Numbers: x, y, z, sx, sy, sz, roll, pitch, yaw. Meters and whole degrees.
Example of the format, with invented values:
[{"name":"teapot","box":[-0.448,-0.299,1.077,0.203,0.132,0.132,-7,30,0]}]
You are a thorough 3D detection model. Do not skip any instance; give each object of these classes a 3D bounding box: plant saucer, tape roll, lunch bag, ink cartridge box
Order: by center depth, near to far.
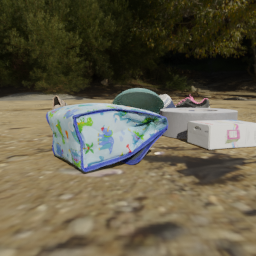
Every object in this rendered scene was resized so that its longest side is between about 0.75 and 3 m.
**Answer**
[{"name":"lunch bag","box":[-0.461,0.047,6.131,2.110,1.344,1.794,-16,15,-31]},{"name":"ink cartridge box","box":[2.611,0.149,7.878,1.579,0.668,1.141,-1,7,-18]},{"name":"tape roll","box":[2.436,-0.214,9.886,2.661,0.879,2.661,0,7,0]},{"name":"plant saucer","box":[0.423,-1.077,11.782,2.183,0.392,2.183,1,-26,1]}]

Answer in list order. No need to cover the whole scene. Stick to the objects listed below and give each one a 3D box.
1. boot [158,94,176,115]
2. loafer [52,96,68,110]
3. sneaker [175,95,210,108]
[{"name":"boot","box":[1.516,-0.912,14.011,1.066,1.323,2.929,-44,18,-8]},{"name":"loafer","box":[-3.197,-0.805,12.721,0.807,0.706,2.246,-32,28,4]},{"name":"sneaker","box":[3.018,-1.095,14.919,2.844,1.357,1.124,1,9,21]}]
